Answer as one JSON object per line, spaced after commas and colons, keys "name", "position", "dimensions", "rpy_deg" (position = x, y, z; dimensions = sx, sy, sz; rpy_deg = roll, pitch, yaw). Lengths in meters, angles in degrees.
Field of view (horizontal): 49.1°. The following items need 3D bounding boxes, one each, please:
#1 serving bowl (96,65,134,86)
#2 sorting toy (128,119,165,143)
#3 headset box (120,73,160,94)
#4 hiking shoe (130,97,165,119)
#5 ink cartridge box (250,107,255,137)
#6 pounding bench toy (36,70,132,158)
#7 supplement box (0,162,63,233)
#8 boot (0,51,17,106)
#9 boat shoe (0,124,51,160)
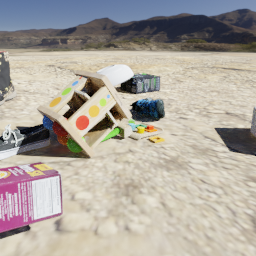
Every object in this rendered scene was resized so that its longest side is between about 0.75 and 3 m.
{"name": "serving bowl", "position": [-0.898, -2.445, 13.107], "dimensions": [2.246, 0.739, 2.246], "rpy_deg": [-19, 18, 7]}
{"name": "sorting toy", "position": [0.344, 0.017, 7.670], "dimensions": [0.988, 0.239, 1.755], "rpy_deg": [-16, 25, -40]}
{"name": "headset box", "position": [0.627, -2.151, 13.396], "dimensions": [1.540, 0.715, 1.341], "rpy_deg": [-12, 22, -32]}
{"name": "hiking shoe", "position": [0.649, -0.596, 9.072], "dimensions": [0.762, 0.653, 1.757], "rpy_deg": [-12, 11, -13]}
{"name": "ink cartridge box", "position": [3.923, 0.060, 6.707], "dimensions": [1.310, 0.760, 1.809], "rpy_deg": [1, 19, 4]}
{"name": "pounding bench toy", "position": [-0.868, -0.056, 6.551], "dimensions": [1.534, 1.967, 1.222], "rpy_deg": [-48, 38, -17]}
{"name": "supplement box", "position": [-1.457, 0.827, 3.403], "dimensions": [1.116, 0.576, 0.730], "rpy_deg": [-6, 8, -37]}
{"name": "boot", "position": [-5.140, -1.886, 10.657], "dimensions": [0.944, 1.943, 2.580], "rpy_deg": [2, 19, 7]}
{"name": "boat shoe", "position": [-2.600, 0.258, 6.333], "dimensions": [1.777, 0.607, 0.656], "rpy_deg": [-13, 24, -34]}
